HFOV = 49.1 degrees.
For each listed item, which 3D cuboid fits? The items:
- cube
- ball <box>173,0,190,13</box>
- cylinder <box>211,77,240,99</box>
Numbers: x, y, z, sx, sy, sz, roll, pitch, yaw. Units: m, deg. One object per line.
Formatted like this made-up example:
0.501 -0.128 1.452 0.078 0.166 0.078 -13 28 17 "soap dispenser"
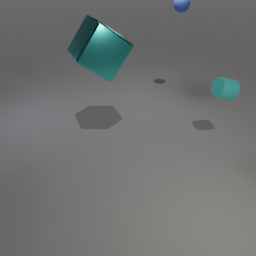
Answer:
-0.946 -2.610 9.173 1.400 1.400 1.400 25 15 -34 "cube"
2.270 -5.253 11.841 0.700 0.700 0.700 0 32 0 "ball"
3.439 -1.398 9.893 0.700 0.700 0.700 6 28 -25 "cylinder"
